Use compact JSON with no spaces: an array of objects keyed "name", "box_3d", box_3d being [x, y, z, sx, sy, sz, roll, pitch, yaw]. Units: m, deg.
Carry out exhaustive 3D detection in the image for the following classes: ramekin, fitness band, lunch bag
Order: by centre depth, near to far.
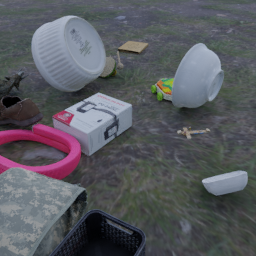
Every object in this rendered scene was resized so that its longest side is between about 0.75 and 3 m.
[{"name":"lunch bag","box_3d":[-1.933,1.757,5.218,1.743,1.249,2.125,13,41,19]},{"name":"fitness band","box_3d":[-2.544,0.588,7.309,2.815,0.527,2.022,16,28,26]},{"name":"ramekin","box_3d":[-2.038,-2.799,10.421,1.411,2.688,2.688,-14,23,35]}]

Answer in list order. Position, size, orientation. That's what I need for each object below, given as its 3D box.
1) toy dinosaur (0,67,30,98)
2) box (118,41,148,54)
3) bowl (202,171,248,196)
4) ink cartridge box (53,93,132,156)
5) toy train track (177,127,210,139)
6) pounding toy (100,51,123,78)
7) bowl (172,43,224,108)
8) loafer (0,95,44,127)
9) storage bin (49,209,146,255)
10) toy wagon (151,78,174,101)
[{"name":"toy dinosaur","box_3d":[-5.107,-1.508,10.503,2.615,1.007,1.338,-4,25,7]},{"name":"box","box_3d":[0.306,-4.434,15.369,1.243,0.162,1.521,13,35,18]},{"name":"bowl","box_3d":[2.202,1.260,6.346,0.956,0.357,0.955,-15,-9,9]},{"name":"ink cartridge box","box_3d":[-1.009,-0.209,8.483,1.450,0.832,1.997,23,40,30]},{"name":"toy train track","box_3d":[2.040,0.083,8.662,1.024,0.167,0.587,-3,34,-6]},{"name":"pounding toy","box_3d":[-0.697,-2.629,12.267,1.229,0.570,0.949,-25,61,25]},{"name":"bowl","box_3d":[2.466,-1.555,9.282,1.012,2.252,2.252,28,43,30]},{"name":"loafer","box_3d":[-3.615,-0.647,8.790,2.480,0.880,0.906,3,30,35]},{"name":"storage bin","box_3d":[-0.594,2.413,4.598,1.230,0.853,1.820,18,39,24]},{"name":"toy wagon","box_3d":[1.653,-1.582,10.945,1.448,0.369,1.866,-10,35,-14]}]
